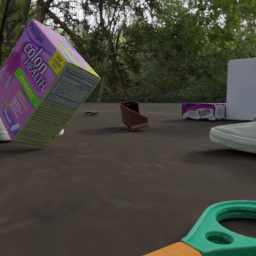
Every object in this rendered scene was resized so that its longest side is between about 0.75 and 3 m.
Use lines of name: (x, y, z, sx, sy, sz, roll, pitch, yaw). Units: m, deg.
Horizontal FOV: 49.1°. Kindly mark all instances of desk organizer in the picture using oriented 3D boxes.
desk organizer: (0.127, -0.326, 6.745, 0.444, 0.477, 1.238, -10, 13, -9)

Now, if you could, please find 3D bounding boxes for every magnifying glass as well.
magnifying glass: (0.371, 0.530, 1.251, 1.284, 0.144, 0.511, -5, 8, -35)

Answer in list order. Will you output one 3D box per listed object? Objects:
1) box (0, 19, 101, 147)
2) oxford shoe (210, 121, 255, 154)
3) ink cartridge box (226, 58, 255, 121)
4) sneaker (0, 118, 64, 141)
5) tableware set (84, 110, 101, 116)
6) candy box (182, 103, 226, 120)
box: (-1.246, -0.612, 3.992, 0.639, 1.322, 1.163, 19, 26, -54)
oxford shoe: (2.436, -0.020, 3.526, 2.697, 0.779, 1.014, 0, 9, 20)
ink cartridge box: (4.925, -1.279, 9.534, 2.736, 1.998, 2.007, -6, 8, -44)
sneaker: (-1.989, -0.189, 5.036, 0.663, 0.780, 1.762, 7, 9, 42)
tableware set: (-1.551, -0.607, 12.062, 0.592, 0.179, 0.895, -10, -4, 19)
candy box: (2.946, -0.596, 9.947, 1.852, 0.565, 1.263, -6, 8, -44)
